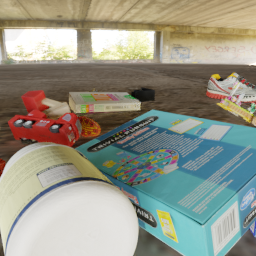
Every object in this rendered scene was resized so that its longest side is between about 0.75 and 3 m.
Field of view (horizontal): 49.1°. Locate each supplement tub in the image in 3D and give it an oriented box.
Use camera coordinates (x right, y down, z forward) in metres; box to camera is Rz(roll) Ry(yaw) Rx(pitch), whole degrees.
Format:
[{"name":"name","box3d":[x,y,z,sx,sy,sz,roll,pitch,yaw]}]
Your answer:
[{"name":"supplement tub","box3d":[-0.758,0.862,3.045,1.189,1.189,1.641,-8,18,-27]}]

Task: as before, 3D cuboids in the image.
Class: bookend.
[{"name":"bookend","box3d":[0.502,-1.526,12.793,1.055,0.489,1.061,-9,18,-30]}]

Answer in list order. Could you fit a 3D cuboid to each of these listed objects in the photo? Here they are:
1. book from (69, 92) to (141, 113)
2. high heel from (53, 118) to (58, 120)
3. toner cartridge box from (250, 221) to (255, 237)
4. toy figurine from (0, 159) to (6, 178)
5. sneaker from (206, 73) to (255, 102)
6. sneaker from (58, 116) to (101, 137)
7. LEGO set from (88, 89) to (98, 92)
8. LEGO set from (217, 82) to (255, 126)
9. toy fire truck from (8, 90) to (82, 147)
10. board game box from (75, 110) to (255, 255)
[{"name":"book","box3d":[-0.946,-0.972,10.912,2.455,0.590,1.640,-4,20,-20]},{"name":"high heel","box3d":[-2.284,-0.183,8.541,1.369,0.489,0.976,-15,-12,5]},{"name":"toner cartridge box","box3d":[2.384,1.108,3.738,1.611,0.348,0.765,1,17,4]},{"name":"toy figurine","box3d":[-2.234,0.903,4.075,0.914,0.636,0.899,-1,21,-9]},{"name":"sneaker","box3d":[4.925,-1.828,12.519,2.963,1.217,1.153,13,21,37]},{"name":"sneaker","box3d":[-1.296,-0.111,7.764,1.490,0.544,0.575,14,12,34]},{"name":"LEGO set","box3d":[-1.712,-1.593,12.943,0.708,0.533,0.920,-1,16,-5]},{"name":"LEGO set","box3d":[3.598,-0.816,8.765,1.120,0.906,2.434,29,12,-13]},{"name":"toy fire truck","box3d":[-2.083,-0.293,7.276,2.414,0.588,1.702,7,37,24]},{"name":"board game box","box3d":[0.661,0.532,4.245,2.085,0.648,2.761,-27,26,-32]}]
